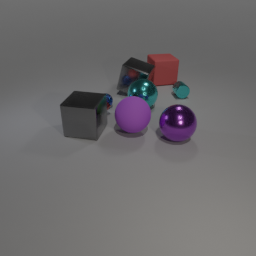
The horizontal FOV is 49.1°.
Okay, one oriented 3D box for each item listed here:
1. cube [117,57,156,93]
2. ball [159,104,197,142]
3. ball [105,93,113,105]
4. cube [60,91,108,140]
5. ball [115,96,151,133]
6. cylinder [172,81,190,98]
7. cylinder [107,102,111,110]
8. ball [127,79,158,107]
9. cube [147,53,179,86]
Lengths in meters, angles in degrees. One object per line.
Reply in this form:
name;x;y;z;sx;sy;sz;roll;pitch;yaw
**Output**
cube;0.416;-2.581;14.308;1.400;1.400;1.400;22;34;8
ball;1.858;-0.184;10.448;1.400;1.400;1.400;0;30;0
ball;-1.052;-1.266;13.027;0.700;0.700;0.700;0;30;0
cube;-1.684;-0.518;11.029;1.400;1.400;1.400;7;31;11
ball;0.185;-0.514;10.763;1.400;1.400;1.400;0;30;0
cylinder;2.673;-1.935;14.131;0.700;0.700;0.700;-4;27;-7
cylinder;-1.221;-0.913;12.098;0.700;0.700;0.700;-51;45;-4
ball;0.674;-1.566;12.890;1.400;1.400;1.400;0;30;0
cube;1.923;-3.321;15.827;1.400;1.400;1.400;-6;30;-12
